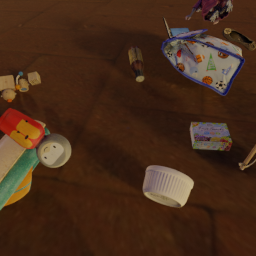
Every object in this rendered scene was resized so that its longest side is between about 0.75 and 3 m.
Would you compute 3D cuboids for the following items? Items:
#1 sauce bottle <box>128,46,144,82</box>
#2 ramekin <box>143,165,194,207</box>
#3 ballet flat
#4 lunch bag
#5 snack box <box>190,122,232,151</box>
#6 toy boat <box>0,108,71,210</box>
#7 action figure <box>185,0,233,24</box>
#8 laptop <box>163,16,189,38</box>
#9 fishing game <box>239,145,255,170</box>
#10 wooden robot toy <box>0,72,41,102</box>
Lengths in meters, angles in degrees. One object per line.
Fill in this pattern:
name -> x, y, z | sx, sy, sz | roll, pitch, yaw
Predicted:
sauce bottle -> 0.350, -2.562, 11.221 | 0.546, 0.546, 1.654 | -3, 57, -4
ramekin -> 0.814, 1.273, 5.961 | 1.055, 1.055, 0.554 | 14, 66, 18
ballet flat -> 3.806, -3.075, 9.570 | 1.278, 0.296, 0.431 | 38, 87, 14
lunch bag -> 2.615, -2.617, 9.989 | 2.667, 1.652, 2.268 | 26, 28, 8
snack box -> 2.341, 0.222, 8.008 | 1.031, 0.349, 0.869 | 4, 38, 3
toy boat -> -2.168, 0.690, 5.752 | 1.323, 2.848, 2.394 | 36, 51, -11
action figure -> 2.640, -4.075, 9.280 | 1.101, 1.224, 1.644 | -2, 36, -13
laptop -> 2.370, -4.197, 12.742 | 0.933, 1.610, 1.508 | -19, 71, 16
fishing game -> 3.886, 0.592, 5.631 | 2.892, 2.071, 0.450 | 23, 23, -16
wooden robot toy -> -4.107, -1.318, 9.889 | 2.069, 0.911, 0.939 | -11, 72, -14
